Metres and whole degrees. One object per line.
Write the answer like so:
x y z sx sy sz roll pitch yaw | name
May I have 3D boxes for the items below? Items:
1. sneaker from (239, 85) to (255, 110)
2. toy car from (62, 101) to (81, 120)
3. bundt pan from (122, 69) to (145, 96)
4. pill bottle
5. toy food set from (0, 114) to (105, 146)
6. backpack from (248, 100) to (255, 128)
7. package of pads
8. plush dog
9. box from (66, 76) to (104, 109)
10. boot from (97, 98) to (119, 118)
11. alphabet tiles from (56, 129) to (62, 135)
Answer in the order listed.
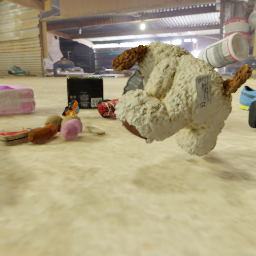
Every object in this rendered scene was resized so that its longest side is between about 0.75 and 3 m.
5.839 -1.188 11.472 0.976 1.160 2.960 -4 14 -28 | sneaker
-2.001 -0.391 9.979 0.517 0.762 1.554 41 16 -25 | toy car
0.538 -1.035 8.228 0.580 1.545 1.545 34 29 29 | bundt pan
3.245 -2.574 9.688 0.918 0.918 1.612 -7 -1 -28 | pill bottle
-2.194 -0.003 7.553 2.889 0.455 1.836 -8 16 -30 | toy food set
4.174 -0.345 8.451 1.054 0.860 0.810 5 -1 -3 | backpack
-5.377 -1.130 11.255 2.863 1.083 1.725 -9 15 -36 | package of pads
0.942 -0.900 5.411 2.534 2.033 2.176 15 33 -42 | plush dog
-2.029 -1.750 13.370 1.668 1.396 2.246 -2 13 -9 | box
0.070 -0.716 9.926 1.931 0.969 2.677 -11 10 -34 | boot
-1.946 0.109 8.137 0.788 0.025 0.656 2 12 8 | alphabet tiles
